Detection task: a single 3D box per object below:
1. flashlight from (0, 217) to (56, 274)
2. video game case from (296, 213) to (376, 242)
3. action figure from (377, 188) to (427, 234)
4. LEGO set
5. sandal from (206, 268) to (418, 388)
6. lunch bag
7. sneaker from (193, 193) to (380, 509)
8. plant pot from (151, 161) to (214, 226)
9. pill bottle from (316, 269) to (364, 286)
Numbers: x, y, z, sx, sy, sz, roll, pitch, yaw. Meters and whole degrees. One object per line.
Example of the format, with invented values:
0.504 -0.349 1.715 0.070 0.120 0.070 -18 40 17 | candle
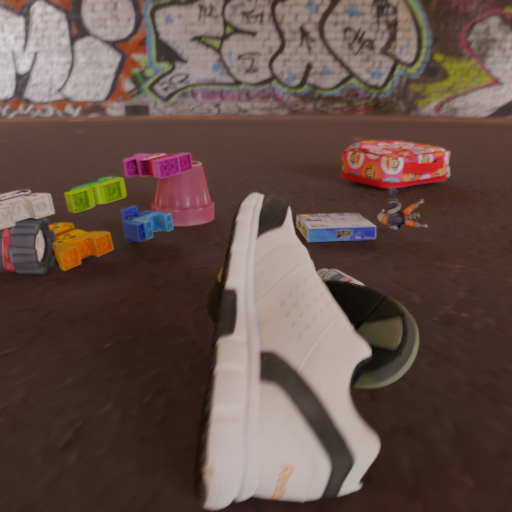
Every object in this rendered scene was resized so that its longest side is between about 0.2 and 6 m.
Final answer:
-4.506 -0.155 8.550 2.651 0.897 0.901 1 26 0 | flashlight
1.504 -0.558 10.767 1.290 0.293 1.169 -2 18 -5 | video game case
2.669 -0.828 10.403 0.869 0.898 0.470 -9 14 22 | action figure
-2.931 -0.736 9.662 1.541 1.432 3.754 12 27 40 | LEGO set
0.460 0.670 6.037 2.993 1.188 0.854 27 -11 49 | sandal
4.057 -2.591 15.772 2.792 1.144 2.459 -12 21 -33 | lunch bag
0.254 0.644 4.936 1.313 1.210 3.282 7 42 -4 | sneaker
-1.560 -1.359 11.818 1.341 1.201 1.341 0 17 0 | plant pot
1.074 0.436 7.380 0.444 0.444 0.803 -8 19 -23 | pill bottle
